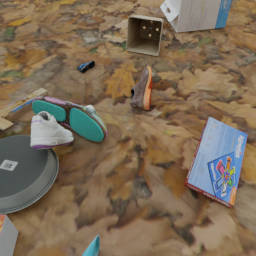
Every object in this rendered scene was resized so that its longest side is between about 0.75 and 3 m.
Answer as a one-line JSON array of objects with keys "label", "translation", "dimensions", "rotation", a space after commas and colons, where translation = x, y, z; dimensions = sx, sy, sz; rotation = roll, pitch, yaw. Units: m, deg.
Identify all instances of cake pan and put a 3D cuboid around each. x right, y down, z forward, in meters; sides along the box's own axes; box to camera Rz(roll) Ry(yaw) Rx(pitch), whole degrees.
[{"label": "cake pan", "translation": [-3.054, 1.073, 7.366], "dimensions": [2.373, 0.435, 2.373], "rotation": [-2, 46, 3]}]

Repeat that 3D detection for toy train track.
[{"label": "toy train track", "translation": [-3.782, -0.464, 9.108], "dimensions": [1.645, 0.467, 2.869], "rotation": [23, 45, 29]}]

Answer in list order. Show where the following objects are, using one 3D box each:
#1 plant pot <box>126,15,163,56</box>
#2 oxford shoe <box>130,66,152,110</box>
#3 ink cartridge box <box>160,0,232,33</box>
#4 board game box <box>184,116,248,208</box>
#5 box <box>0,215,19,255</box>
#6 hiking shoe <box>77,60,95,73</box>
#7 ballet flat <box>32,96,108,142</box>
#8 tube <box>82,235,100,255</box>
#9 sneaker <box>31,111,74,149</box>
[{"label": "plant pot", "translation": [0.808, -4.039, 11.830], "dimensions": [1.420, 1.419, 1.257], "rotation": [13, 36, 12]}, {"label": "oxford shoe", "translation": [0.471, -1.481, 9.842], "dimensions": [0.730, 0.714, 2.002], "rotation": [2, 47, 8]}, {"label": "ink cartridge box", "translation": [3.067, -5.748, 13.051], "dimensions": [2.784, 1.743, 1.789], "rotation": [-9, 48, -9]}, {"label": "board game box", "translation": [2.494, 0.825, 7.718], "dimensions": [1.275, 0.241, 2.477], "rotation": [25, 53, 6]}, {"label": "box", "translation": [-3.153, 2.858, 5.621], "dimensions": [1.213, 0.951, 1.950], "rotation": [-1, 47, -1]}, {"label": "hiking shoe", "translation": [-1.641, -2.472, 11.017], "dimensions": [0.340, 0.292, 0.784], "rotation": [33, 55, 26]}, {"label": "ballet flat", "translation": [-1.692, -0.441, 8.820], "dimensions": [2.778, 0.960, 0.988], "rotation": [20, 31, 18]}, {"label": "tube", "translation": [-1.164, 3.463, 5.069], "dimensions": [0.735, 1.130, 2.917], "rotation": [23, 55, 5]}, {"label": "sneaker", "translation": [-2.034, 0.034, 7.702], "dimensions": [0.740, 1.978, 0.985], "rotation": [-7, 90, 7]}]
